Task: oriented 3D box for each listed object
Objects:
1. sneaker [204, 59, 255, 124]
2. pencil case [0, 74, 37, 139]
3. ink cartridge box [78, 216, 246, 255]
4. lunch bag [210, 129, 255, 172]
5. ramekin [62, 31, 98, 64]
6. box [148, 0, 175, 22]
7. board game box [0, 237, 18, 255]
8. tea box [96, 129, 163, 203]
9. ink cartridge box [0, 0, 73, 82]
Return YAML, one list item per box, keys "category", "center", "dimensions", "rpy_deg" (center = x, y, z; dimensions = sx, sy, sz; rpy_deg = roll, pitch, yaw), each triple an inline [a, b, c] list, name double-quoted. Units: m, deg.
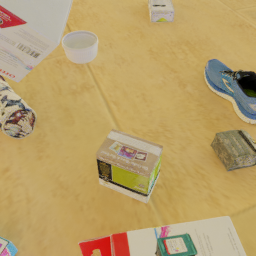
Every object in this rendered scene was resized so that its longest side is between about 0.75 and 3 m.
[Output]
- category: "sneaker"
  center: [3.520, -1.476, 8.916]
  dimensions: [1.107, 1.257, 2.819]
  rpy_deg: [-20, 51, -17]
- category: "pencil case"
  center: [-3.776, -0.816, 8.359]
  dimensions: [1.020, 1.173, 2.623]
  rpy_deg: [-42, 59, -12]
- category: "ink cartridge box"
  center: [0.551, 2.522, 5.111]
  dimensions: [2.707, 1.573, 0.910]
  rpy_deg: [-7, 48, -5]
- category: "lunch bag"
  center: [3.011, 0.545, 7.502]
  dimensions: [1.170, 0.688, 0.959]
  rpy_deg: [-8, 48, -16]
- category: "ramekin"
  center: [-1.802, -3.063, 10.697]
  dimensions: [1.358, 0.713, 1.358]
  rpy_deg: [0, 48, 0]
- category: "box"
  center: [1.510, -5.643, 13.110]
  dimensions: [1.074, 0.554, 1.841]
  rpy_deg: [-2, 48, -2]
- category: "board game box"
  center: [-3.814, 3.100, 5.281]
  dimensions: [2.080, 0.548, 2.718]
  rpy_deg: [18, 51, 15]
- category: "tea box"
  center: [0.040, 0.914, 6.733]
  dimensions: [1.330, 1.308, 0.889]
  rpy_deg: [19, 50, 16]
- category: "ink cartridge box"
  center: [-2.533, -2.320, 6.221]
  dimensions: [2.127, 1.545, 1.538]
  rpy_deg: [-21, 52, 43]
